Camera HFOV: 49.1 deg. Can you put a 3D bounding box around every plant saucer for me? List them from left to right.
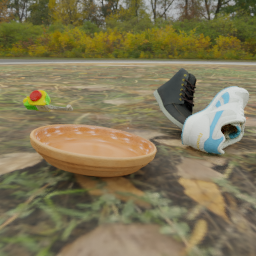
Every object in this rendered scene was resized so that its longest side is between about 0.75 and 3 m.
[{"bbox_3d":[-0.668,0.401,5.503,2.415,0.452,2.415,8,10,-1],"label":"plant saucer"}]

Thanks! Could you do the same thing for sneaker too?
[{"bbox_3d":[1.596,-0.862,8.015,0.897,1.275,2.400,29,22,-34],"label":"sneaker"},{"bbox_3d":[2.449,-0.187,6.972,1.058,1.002,2.619,23,46,37],"label":"sneaker"}]

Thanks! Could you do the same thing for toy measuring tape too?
[{"bbox_3d":[-2.590,-0.891,9.149,1.936,0.712,0.712,4,17,21],"label":"toy measuring tape"}]

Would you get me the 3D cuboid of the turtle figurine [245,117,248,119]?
[{"bbox_3d":[2.716,0.053,7.498,0.873,0.349,1.083,7,42,43],"label":"turtle figurine"}]
